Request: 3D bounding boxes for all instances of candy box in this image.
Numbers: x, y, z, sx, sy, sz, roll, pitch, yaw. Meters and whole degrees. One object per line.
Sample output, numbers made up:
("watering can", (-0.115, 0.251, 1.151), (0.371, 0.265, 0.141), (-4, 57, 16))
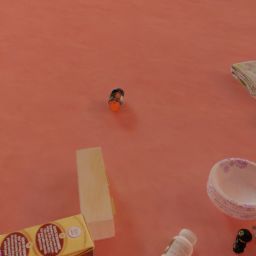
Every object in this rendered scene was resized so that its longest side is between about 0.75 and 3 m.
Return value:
("candy box", (-1.902, 2.445, 4.264), (2.758, 1.609, 0.779), (-11, 33, -22))

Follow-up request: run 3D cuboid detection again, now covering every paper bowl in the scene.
("paper bowl", (2.512, 1.416, 6.352), (1.409, 0.733, 1.409), (0, 42, 0))

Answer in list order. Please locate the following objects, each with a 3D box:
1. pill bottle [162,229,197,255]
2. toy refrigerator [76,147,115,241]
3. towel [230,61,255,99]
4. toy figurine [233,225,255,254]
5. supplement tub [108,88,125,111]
("pill bottle", (1.013, 2.392, 5.492), (0.446, 0.446, 0.780), (28, 49, 27))
("toy refrigerator", (-0.742, 1.412, 6.346), (0.696, 0.755, 1.989), (-7, 42, -8))
("towel", (5.092, -1.853, 10.112), (2.233, 0.538, 1.911), (-8, 44, -9))
("toy figurine", (2.635, 2.318, 5.408), (0.948, 0.670, 0.963), (-16, 44, -17))
("supplement tub", (-0.383, -0.919, 9.129), (0.472, 0.472, 0.771), (5, 43, 6))
